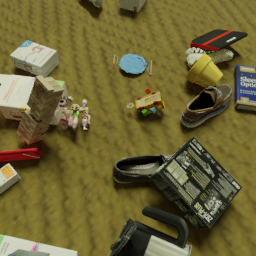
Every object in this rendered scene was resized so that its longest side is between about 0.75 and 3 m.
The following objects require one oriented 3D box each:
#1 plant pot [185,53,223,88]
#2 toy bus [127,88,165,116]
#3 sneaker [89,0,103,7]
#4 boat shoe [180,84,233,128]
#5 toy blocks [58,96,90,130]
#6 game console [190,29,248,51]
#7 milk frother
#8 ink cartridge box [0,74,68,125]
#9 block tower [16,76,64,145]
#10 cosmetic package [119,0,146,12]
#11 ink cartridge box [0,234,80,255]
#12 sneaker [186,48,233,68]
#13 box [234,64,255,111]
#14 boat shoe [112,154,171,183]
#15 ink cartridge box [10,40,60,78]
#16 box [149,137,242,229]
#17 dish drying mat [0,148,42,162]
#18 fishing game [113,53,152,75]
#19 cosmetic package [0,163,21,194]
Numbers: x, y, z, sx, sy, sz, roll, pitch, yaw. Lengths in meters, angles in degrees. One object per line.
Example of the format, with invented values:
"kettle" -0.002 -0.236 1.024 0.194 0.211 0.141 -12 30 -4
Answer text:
"plant pot" 3.386 -2.355 12.207 1.227 1.305 1.305 39 63 7
"toy bus" 0.865 -0.926 11.485 1.322 0.683 1.247 23 66 43
"sneaker" -2.207 -7.709 16.031 1.195 1.049 2.983 -17 50 -3
"boat shoe" 3.367 -1.079 11.395 2.860 1.035 1.033 -38 64 -23
"toy blocks" -2.093 -0.411 10.812 1.166 1.248 1.051 2 50 1
"game console" 4.295 -4.217 13.464 2.177 0.338 1.926 -31 38 -25
"milk frother" 0.623 3.392 7.580 1.984 1.904 2.110 19 20 13
"ink cartridge box" -4.108 -1.192 11.493 2.843 0.957 1.665 8 57 4
"block tower" -3.166 -0.579 10.027 0.744 2.753 0.796 43 36 14
"cosmetic package" 0.320 -7.539 15.681 1.225 1.224 1.485 20 57 13
"ink cartridge box" -2.895 4.244 7.656 2.825 1.236 2.053 11 56 6
"sneaker" 3.800 -3.209 13.097 2.165 0.813 0.877 -1 68 3
"box" 5.553 -1.895 12.319 1.629 0.436 2.690 9 56 6
"boat shoe" 0.864 1.393 9.845 2.858 0.814 0.955 -6 56 -4
"ink cartridge box" -4.288 -3.223 13.033 1.758 0.744 1.270 23 58 13
"box" 2.181 1.775 9.105 1.853 0.975 2.263 -41 84 -24
"dish drying mat" -4.181 1.022 10.156 1.902 0.730 0.173 -6 63 -5
"fishing game" 0.214 -2.995 13.182 1.876 0.292 1.343 5 56 -6
"cosmetic package" -4.458 1.862 9.770 1.179 0.420 0.598 -39 64 -23
